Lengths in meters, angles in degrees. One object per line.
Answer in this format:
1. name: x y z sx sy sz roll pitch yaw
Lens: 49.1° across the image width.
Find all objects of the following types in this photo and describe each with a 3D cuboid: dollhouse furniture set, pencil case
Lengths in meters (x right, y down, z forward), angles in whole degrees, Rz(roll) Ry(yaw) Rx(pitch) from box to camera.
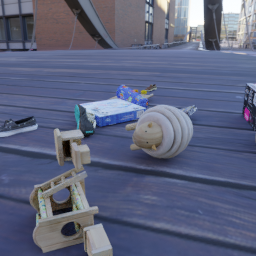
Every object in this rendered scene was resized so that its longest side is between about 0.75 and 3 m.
1. dollhouse furniture set: -1.157 1.206 4.943 1.156 1.840 2.080 -8 21 -19
2. pencil case: 0.153 -1.394 13.369 0.711 0.792 1.823 9 21 -48

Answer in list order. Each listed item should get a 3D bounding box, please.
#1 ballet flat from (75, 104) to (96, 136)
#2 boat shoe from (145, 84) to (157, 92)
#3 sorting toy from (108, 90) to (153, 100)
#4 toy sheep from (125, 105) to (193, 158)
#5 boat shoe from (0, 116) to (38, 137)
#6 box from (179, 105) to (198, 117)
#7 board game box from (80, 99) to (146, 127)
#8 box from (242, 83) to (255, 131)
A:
1. ballet flat: -1.641 -0.267 10.797 0.751 0.746 2.195 3 29 -15
2. boat shoe: 1.399 -2.517 17.347 0.378 0.378 1.022 15 25 35
3. sorting toy: 0.322 -1.630 15.055 1.949 0.350 2.616 6 20 28
4. toy sheep: 1.063 0.104 8.418 1.757 1.757 2.549 16 21 37
5. boat shoe: -4.257 -0.103 10.393 1.755 0.582 0.614 -11 23 -29
6. box: 2.299 -0.618 11.773 0.951 0.290 1.180 -18 7 33
7. board game box: -0.746 -0.740 12.280 2.231 0.484 2.220 -12 23 -30
8. box: 5.575 -0.902 11.268 1.286 1.481 2.242 3 20 8
